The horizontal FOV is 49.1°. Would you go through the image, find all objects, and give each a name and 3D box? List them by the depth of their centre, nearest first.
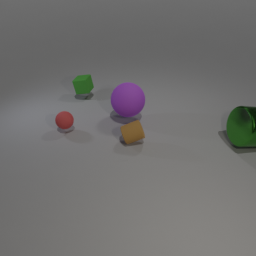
[{"bbox_3d":[4.441,-0.041,9.772,1.400,1.400,1.400,2,29,-17],"label":"cylinder"},{"bbox_3d":[0.176,0.148,10.109,0.700,0.700,0.700,-21,30,8],"label":"cylinder"},{"bbox_3d":[-2.445,-0.300,10.793,0.700,0.700,0.700,0,31,0],"label":"ball"},{"bbox_3d":[0.000,-1.141,11.347,1.400,1.400,1.400,0,31,0],"label":"ball"},{"bbox_3d":[-2.129,-2.081,13.351,0.700,0.700,0.700,-2,32,17],"label":"cube"}]
